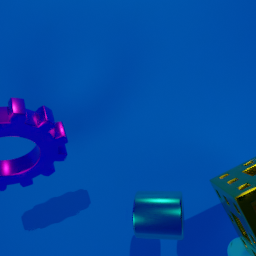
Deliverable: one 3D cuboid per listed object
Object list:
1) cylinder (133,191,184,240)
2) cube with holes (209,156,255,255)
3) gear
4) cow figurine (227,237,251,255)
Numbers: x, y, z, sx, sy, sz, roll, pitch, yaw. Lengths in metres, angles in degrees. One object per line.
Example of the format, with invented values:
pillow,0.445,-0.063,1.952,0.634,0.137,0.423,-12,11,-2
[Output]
cylinder,0.496,1.356,4.389,0.725,0.725,0.725,-2,86,13
cube with holes,2.320,1.195,4.197,1.382,1.382,1.382,-28,88,2
gear,-1.997,0.354,4.636,1.935,1.935,0.358,-24,52,-2
cow figurine,2.412,2.748,5.614,1.429,1.406,0.784,43,53,-8
